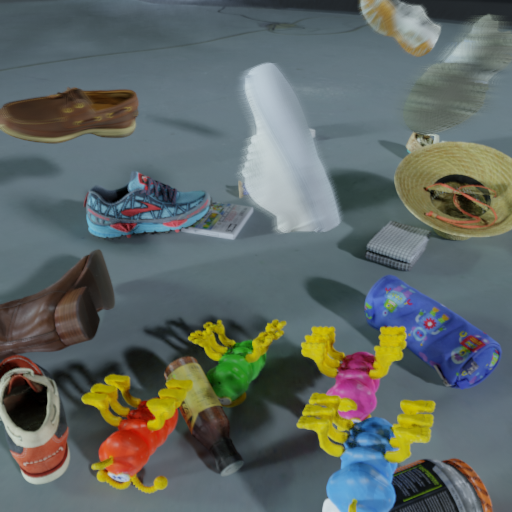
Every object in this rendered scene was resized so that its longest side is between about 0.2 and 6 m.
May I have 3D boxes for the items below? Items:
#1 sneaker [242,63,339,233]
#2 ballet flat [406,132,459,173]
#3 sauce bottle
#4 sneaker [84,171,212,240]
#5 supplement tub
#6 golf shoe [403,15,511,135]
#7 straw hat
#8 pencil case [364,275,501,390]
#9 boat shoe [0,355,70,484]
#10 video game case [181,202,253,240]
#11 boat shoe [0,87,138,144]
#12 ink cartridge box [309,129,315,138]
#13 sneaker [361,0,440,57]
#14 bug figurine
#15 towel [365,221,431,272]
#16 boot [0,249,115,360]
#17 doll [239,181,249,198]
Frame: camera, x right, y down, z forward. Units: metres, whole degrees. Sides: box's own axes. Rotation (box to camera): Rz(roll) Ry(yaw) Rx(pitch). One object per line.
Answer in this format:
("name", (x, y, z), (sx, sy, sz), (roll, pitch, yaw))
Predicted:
("sneaker", (0.255, -0.972, 6.246), (0.882, 2.493, 0.910), (-16, 52, 12))
("ballet flat", (4.716, -2.751, 14.719), (0.803, 0.744, 2.279), (-5, 33, -23))
("sauce bottle", (-0.658, 2.000, 7.063), (0.515, 0.515, 1.559), (-16, 50, -25))
("sneaker", (-2.201, -1.122, 11.484), (2.617, 1.250, 1.038), (-11, 30, -10))
("supplement tub", (1.551, 2.693, 5.747), (1.559, 0.955, 0.955), (-12, 34, -18))
("golf shoe", (2.333, -1.968, 6.707), (0.736, 0.914, 1.880), (46, 71, 2))
("straw hat", (4.130, -1.012, 11.516), (2.848, 1.205, 2.848), (-3, 47, 4))
("pencil case", (2.539, 1.140, 8.386), (0.931, 0.837, 2.145), (-42, 45, -9))
("boat shoe", (-2.959, 1.872, 7.204), (0.840, 0.739, 2.361), (-20, 31, -23))
("video game case", (-0.830, -0.799, 12.167), (1.206, 0.146, 1.323), (9, 34, 15))
("boat shoe", (-3.274, -2.618, 9.970), (2.508, 0.847, 0.903), (-13, 59, -36))
("ink cartridge box", (1.010, -3.598, 16.576), (1.137, 0.254, 1.002), (20, 36, 29))
("sneaker", (2.776, -4.575, 10.765), (1.690, 0.639, 0.741), (41, 68, -2))
("bug figurine", (0.155, 1.819, 6.682), (4.052, 1.043, 3.142), (-1, 19, 27))
("towel", (2.751, -0.182, 10.875), (0.935, 0.483, 1.129), (18, 38, 29))
("boot", (-3.956, 0.899, 8.739), (3.162, 1.016, 2.947), (-15, 14, 0))
("doll", (0.312, -1.645, 13.336), (1.438, 0.348, 0.981), (-2, 33, -3))
